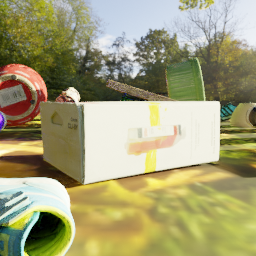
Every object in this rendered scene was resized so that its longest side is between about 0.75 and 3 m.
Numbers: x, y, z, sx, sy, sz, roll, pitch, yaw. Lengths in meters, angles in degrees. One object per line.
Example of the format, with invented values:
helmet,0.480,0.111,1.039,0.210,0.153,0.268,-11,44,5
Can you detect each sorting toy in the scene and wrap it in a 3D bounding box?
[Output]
sorting toy,0.605,-0.535,7.517,1.994,0.694,1.982,20,5,20

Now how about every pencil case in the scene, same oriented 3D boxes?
pencil case,-2.800,-1.313,13.141,0.927,1.066,2.384,12,14,-9

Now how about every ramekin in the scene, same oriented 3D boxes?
ramekin,2.140,-1.343,10.705,1.205,2.466,2.466,-8,4,9

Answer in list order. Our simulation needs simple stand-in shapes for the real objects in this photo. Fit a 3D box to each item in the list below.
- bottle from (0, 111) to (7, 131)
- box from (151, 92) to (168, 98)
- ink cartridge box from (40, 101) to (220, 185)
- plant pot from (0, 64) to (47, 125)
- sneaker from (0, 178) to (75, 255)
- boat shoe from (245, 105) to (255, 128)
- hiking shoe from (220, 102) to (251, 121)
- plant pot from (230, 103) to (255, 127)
bottle,-3.014,-0.081,5.432,0.904,0.707,2.164,0,5,-2
box,2.296,-1.132,14.088,2.229,1.309,2.193,3,6,30
ink cartridge box,0.003,0.055,3.460,1.838,0.767,1.334,-3,6,-32
plant pot,-4.007,-1.140,9.984,2.194,2.194,1.997,-2,14,-18
sneaker,-0.709,0.442,1.262,0.988,0.393,0.645,-3,4,-24
boat shoe,4.808,-0.406,7.840,2.726,0.978,0.924,-2,4,2
hiking shoe,4.166,-0.706,11.935,1.932,0.838,0.719,2,5,21
plant pot,4.016,-0.445,9.370,1.145,0.769,1.145,0,4,0
